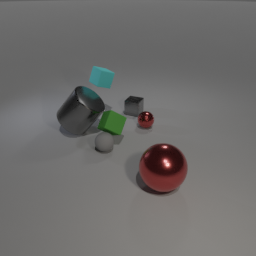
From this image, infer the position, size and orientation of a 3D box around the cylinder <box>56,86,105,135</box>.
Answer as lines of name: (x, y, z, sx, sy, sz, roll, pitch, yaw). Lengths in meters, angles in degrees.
cylinder: (-1.848, -0.680, 10.982, 1.400, 1.400, 1.400, 33, 29, -21)

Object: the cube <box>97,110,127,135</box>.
cube: (-0.592, -0.178, 10.281, 0.700, 0.700, 0.700, 26, -14, -25)

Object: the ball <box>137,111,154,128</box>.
ball: (0.745, -0.351, 11.652, 0.700, 0.700, 0.700, 0, 28, 0)

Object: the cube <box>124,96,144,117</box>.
cube: (0.282, -1.009, 12.912, 0.700, 0.700, 0.700, 12, 30, 20)

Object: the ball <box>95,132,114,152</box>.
ball: (-0.842, 0.495, 10.039, 0.700, 0.700, 0.700, 0, 28, 0)

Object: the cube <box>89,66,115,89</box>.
cube: (-1.110, -2.142, 11.849, 0.700, 0.700, 0.700, 2, 24, -43)

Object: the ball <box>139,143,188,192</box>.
ball: (1.014, 1.135, 8.093, 1.400, 1.400, 1.400, 0, 28, 0)
